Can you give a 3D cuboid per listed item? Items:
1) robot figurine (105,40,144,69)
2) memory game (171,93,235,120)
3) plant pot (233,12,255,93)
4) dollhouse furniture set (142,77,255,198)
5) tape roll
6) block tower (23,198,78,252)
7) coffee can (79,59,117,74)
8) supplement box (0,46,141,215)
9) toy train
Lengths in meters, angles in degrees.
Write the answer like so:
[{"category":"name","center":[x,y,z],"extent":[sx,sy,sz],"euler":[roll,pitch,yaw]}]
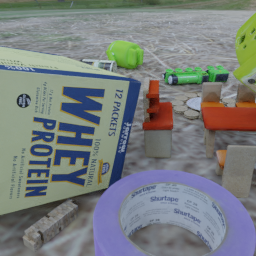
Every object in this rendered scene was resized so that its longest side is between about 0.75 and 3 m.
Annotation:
[{"category":"robot figurine","center":[-0.150,-3.188,12.104],"extent":[1.629,1.074,1.857],"euler":[-20,33,-38]},{"category":"memory game","center":[2.240,-0.642,8.148],"extent":[2.039,0.130,2.039],"euler":[0,28,0]},{"category":"plant pot","center":[2.585,-1.121,4.281],"extent":[1.477,1.469,1.340],"euler":[31,60,-10]},{"category":"dollhouse furniture set","center":[1.742,-0.187,5.610],"extent":[2.861,1.490,2.893],"euler":[1,30,6]},{"category":"tape roll","center":[0.515,1.368,3.482],"extent":[1.863,0.792,1.863],"euler":[1,27,0]},{"category":"block tower","center":[-1.083,1.382,4.065],"extent":[0.250,0.234,0.865],"euler":[18,33,30]},{"category":"coffee can","center":[-1.065,-1.951,9.858],"extent":[1.216,0.890,0.890],"euler":[5,27,10]},{"category":"supplement box","center":[-1.851,-0.258,4.737],"extent":[2.838,1.905,2.835],"euler":[-5,23,-43]},{"category":"toy train","center":[2.505,-1.893,10.233],"extent":[2.519,0.526,0.710],"euler":[-7,38,-12]}]
